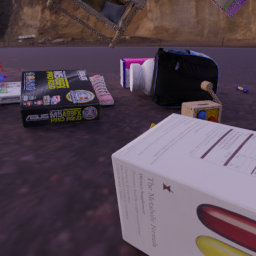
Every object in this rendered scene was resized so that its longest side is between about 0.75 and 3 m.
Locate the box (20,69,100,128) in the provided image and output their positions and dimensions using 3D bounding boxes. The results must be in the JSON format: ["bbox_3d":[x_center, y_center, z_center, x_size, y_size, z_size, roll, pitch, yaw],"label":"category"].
[{"bbox_3d":[-2.071,-1.003,8.317,2.060,0.569,2.571,-6,34,-15],"label":"box"}]

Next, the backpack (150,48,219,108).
[{"bbox_3d":[1.802,-1.620,9.102,2.012,1.841,1.479,4,19,-2],"label":"backpack"}]

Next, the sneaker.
[{"bbox_3d":[-1.019,-1.347,9.744,0.650,0.902,1.726,-7,21,-25],"label":"sneaker"}]

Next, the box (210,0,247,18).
[{"bbox_3d":[2.150,-3.442,6.055,1.488,1.309,0.719,21,32,-35],"label":"box"}]

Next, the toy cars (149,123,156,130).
[{"bbox_3d":[1.199,0.230,5.925,1.737,0.384,0.778,-6,51,-22],"label":"toy cars"}]

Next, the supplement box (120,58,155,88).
[{"bbox_3d":[0.852,-2.514,12.652,2.305,1.167,1.191,-2,19,-6],"label":"supplement box"}]

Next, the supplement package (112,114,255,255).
[{"bbox_3d":[1.093,0.804,2.767,2.203,1.253,1.207,15,34,38],"label":"supplement package"}]

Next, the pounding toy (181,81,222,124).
[{"bbox_3d":[1.870,-0.430,6.527,1.095,1.246,0.570,-7,20,-19],"label":"pounding toy"}]

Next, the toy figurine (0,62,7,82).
[{"bbox_3d":[-5.388,-2.069,11.018,0.946,0.833,1.580,19,28,34],"label":"toy figurine"}]

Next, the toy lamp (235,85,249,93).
[{"bbox_3d":[4.693,-1.608,11.507,0.230,0.230,0.791,-3,20,-8],"label":"toy lamp"}]

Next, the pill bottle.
[{"bbox_3d":[1.333,-1.931,10.675,2.458,1.379,1.379,-2,19,-5],"label":"pill bottle"}]

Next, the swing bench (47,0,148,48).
[{"bbox_3d":[-0.548,-3.282,6.511,1.872,1.882,1.221,28,48,-19],"label":"swing bench"}]

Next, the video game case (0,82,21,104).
[{"bbox_3d":[-4.149,-1.424,10.792,2.545,0.331,2.796,-7,20,-19],"label":"video game case"}]
